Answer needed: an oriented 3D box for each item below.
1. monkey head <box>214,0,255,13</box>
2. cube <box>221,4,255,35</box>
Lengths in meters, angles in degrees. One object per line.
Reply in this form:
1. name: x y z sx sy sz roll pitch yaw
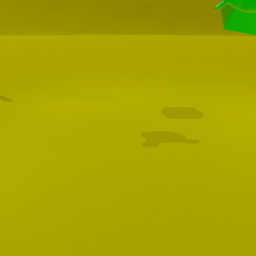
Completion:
1. monkey head: 2.453 -2.745 5.465 1.567 0.944 1.127 2 23 24
2. cube: 3.248 -3.313 7.707 0.967 0.967 0.967 9 58 -5
